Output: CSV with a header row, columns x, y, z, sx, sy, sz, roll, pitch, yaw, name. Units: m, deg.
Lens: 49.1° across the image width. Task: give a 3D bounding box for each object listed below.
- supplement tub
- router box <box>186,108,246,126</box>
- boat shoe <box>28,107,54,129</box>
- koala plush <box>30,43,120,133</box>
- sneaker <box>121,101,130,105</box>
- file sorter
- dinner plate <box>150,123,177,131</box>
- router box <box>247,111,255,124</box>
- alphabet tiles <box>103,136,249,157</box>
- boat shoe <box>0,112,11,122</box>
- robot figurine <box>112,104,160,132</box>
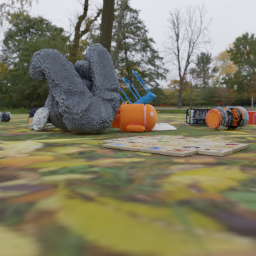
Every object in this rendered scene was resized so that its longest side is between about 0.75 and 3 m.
x,y,z,sx,sy,sz,roll,pitch,yaw,name
3.370,-0.328,9.549,1.314,0.805,0.805,-3,5,-27,supplement tub
3.956,-0.498,12.464,1.826,0.757,2.437,3,5,39,router box
-3.256,-0.400,10.860,0.950,0.792,2.546,-2,2,-3,boat shoe
-1.797,-0.762,8.809,2.517,2.608,2.838,-18,-7,-38,koala plush
0.133,-0.921,15.684,0.921,1.185,2.633,1,4,13,sneaker
-0.122,-1.193,11.477,2.099,1.288,1.457,-35,-5,12,file sorter
0.775,-0.067,10.149,1.968,0.239,1.968,2,4,0,dinner plate
6.864,-0.530,13.973,2.283,0.621,2.543,2,4,26,router box
0.825,0.300,5.341,2.491,0.079,2.073,3,5,40,alphabet tiles
-7.075,-0.608,15.748,1.513,0.566,0.468,1,2,42,boat shoe
0.250,-0.334,8.927,1.539,0.897,1.107,0,2,2,robot figurine
